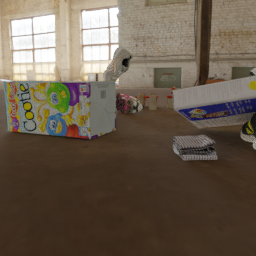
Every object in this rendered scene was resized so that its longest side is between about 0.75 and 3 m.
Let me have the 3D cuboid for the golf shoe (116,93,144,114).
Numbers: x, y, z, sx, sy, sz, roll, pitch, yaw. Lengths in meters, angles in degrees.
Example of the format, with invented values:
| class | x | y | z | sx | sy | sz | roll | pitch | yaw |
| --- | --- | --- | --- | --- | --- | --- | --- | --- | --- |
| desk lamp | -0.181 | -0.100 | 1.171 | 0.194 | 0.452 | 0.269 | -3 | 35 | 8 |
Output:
| class | x | y | z | sx | sy | sz | roll | pitch | yaw |
| --- | --- | --- | --- | --- | --- | --- | --- | --- | --- |
| golf shoe | 0.006 | -1.088 | 12.844 | 0.997 | 0.786 | 2.165 | 1 | 18 | -17 |

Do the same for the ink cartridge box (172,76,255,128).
| class | x | y | z | sx | sy | sz | roll | pitch | yaw |
| --- | --- | --- | --- | --- | --- | --- | --- | --- | --- |
| ink cartridge box | 2.722 | -0.553 | 6.811 | 2.636 | 0.619 | 2.605 | -8 | -15 | 25 |

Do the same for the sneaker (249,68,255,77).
| class | x | y | z | sx | sy | sz | roll | pitch | yaw |
| --- | --- | --- | --- | --- | --- | --- | --- | --- | --- |
| sneaker | 3.477 | -1.039 | 6.607 | 0.563 | 1.246 | 0.487 | -43 | 13 | 8 |

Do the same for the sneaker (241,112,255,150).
| class | x | y | z | sx | sy | sz | roll | pitch | yaw |
| --- | --- | --- | --- | --- | --- | --- | --- | --- | --- |
| sneaker | 3.110 | -0.030 | 6.399 | 0.734 | 0.834 | 1.971 | 2 | 10 | 8 |

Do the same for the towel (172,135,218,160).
| class | x | y | z | sx | sy | sz | roll | pitch | yaw |
| --- | --- | --- | --- | --- | --- | --- | --- | --- | --- |
| towel | 1.290 | 0.358 | 5.539 | 0.711 | 0.367 | 0.858 | -1 | 10 | -3 |

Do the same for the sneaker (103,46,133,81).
| class | x | y | z | sx | sy | sz | roll | pitch | yaw |
| --- | --- | --- | --- | --- | --- | --- | --- | --- | --- |
| sneaker | -0.288 | -1.703 | 8.187 | 0.482 | 1.273 | 0.585 | -3 | 35 | -48 |

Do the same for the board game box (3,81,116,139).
| class | x | y | z | sx | sy | sz | roll | pitch | yaw |
| --- | --- | --- | --- | --- | --- | --- | --- | --- | --- |
| board game box | -1.893 | -0.605 | 7.896 | 2.788 | 1.436 | 1.462 | 5 | 11 | 24 |

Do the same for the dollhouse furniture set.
| class | x | y | z | sx | sy | sz | roll | pitch | yaw |
| --- | --- | --- | --- | --- | --- | --- | --- | --- | --- |
| dollhouse furniture set | 1.413 | -1.599 | 14.606 | 2.098 | 1.093 | 2.121 | 1 | 10 | 6 |
